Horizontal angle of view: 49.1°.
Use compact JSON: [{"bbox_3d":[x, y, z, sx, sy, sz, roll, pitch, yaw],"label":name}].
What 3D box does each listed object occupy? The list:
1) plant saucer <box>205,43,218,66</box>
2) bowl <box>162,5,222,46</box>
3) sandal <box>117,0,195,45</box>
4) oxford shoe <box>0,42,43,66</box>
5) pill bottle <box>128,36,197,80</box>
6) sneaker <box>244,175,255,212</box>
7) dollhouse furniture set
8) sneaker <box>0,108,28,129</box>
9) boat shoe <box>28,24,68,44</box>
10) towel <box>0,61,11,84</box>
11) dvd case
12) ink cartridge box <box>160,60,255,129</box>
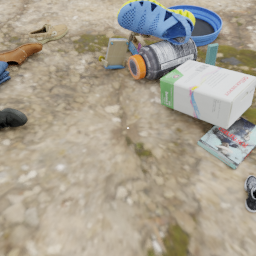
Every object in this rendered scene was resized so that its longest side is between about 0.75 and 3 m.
[{"bbox_3d":[3.036,-2.425,10.265,0.452,1.293,0.123,-16,36,-22],"label":"plant saucer"},{"bbox_3d":[2.779,-4.711,12.873,2.950,0.579,2.950,0,48,0],"label":"bowl"},{"bbox_3d":[1.066,-3.597,9.659,2.922,1.161,1.272,3,52,-12],"label":"sandal"},{"bbox_3d":[-4.323,-2.917,11.365,1.953,0.696,0.696,-26,77,-17],"label":"oxford shoe"},{"bbox_3d":[1.253,-2.592,10.532,2.443,1.297,1.297,-22,52,-18],"label":"pill bottle"},{"bbox_3d":[3.320,1.602,7.295,0.407,0.613,1.077,12,50,11],"label":"sneaker"},{"bbox_3d":[-0.259,-3.395,10.953,1.822,1.720,1.189,-9,48,-23],"label":"dollhouse furniture set"},{"bbox_3d":[-4.423,-0.054,8.740,2.349,0.706,1.225,8,49,13],"label":"sneaker"},{"bbox_3d":[-3.501,-4.277,12.459,0.682,0.618,1.915,36,58,27],"label":"boat shoe"},{"bbox_3d":[-5.473,-1.501,9.714,1.562,0.679,2.797,13,41,7],"label":"towel"},{"bbox_3d":[3.258,0.311,8.701,1.860,0.205,1.358,-37,57,-26],"label":"dvd case"},{"bbox_3d":[2.531,-1.170,9.007,2.460,1.076,1.787,24,45,35],"label":"ink cartridge box"}]
